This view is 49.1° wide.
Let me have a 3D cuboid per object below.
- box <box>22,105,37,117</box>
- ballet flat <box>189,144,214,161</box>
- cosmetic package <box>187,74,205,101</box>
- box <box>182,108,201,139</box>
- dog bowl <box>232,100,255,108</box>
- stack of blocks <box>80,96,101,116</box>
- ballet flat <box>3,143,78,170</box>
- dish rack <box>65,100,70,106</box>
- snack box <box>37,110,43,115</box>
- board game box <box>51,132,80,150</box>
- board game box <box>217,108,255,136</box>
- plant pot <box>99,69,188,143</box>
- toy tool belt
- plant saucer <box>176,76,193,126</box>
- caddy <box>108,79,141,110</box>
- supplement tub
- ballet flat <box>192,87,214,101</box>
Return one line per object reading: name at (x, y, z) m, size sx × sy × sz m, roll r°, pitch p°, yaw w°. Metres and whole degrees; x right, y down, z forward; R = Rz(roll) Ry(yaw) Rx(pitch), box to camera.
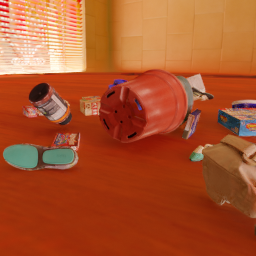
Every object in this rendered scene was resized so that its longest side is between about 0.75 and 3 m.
box at (-4.781, -0.823, 13.595) m, size 0.433 × 0.452 × 0.907 m, roll -11°, pitch 18°, yaw -36°
ballet flat at (2.152, 0.660, 8.024) m, size 1.063 × 0.374 × 0.358 m, roll -10°, pitch 17°, yaw -34°
cosmetic package at (2.917, -1.744, 12.962) m, size 1.184 × 0.726 × 2.868 m, roll -17°, pitch -5°, yaw 15°
box at (2.373, -0.191, 10.269) m, size 0.234 × 0.875 × 1.445 m, roll 20°, pitch 21°, yaw 20°
dog bowl at (5.578, -0.939, 13.108) m, size 1.347 × 0.531 × 1.347 m, roll 3°, pitch -4°, yaw 0°
stack of blocks at (-1.873, -1.203, 14.681) m, size 1.249 × 0.635 × 2.169 m, roll -5°, pitch 15°, yaw -20°
ballet flat at (-2.223, 0.785, 7.313) m, size 1.943 × 0.699 × 0.699 m, roll 2°, pitch 15°, yaw 6°
dish rack at (-3.962, -1.328, 15.866) m, size 1.244 × 0.315 × 1.449 m, roll -2°, pitch 16°, yaw -9°
snack box at (-4.446, -0.772, 14.059) m, size 0.354 × 0.120 × 0.986 m, roll -11°, pitch 18°, yaw -36°
board game box at (-2.046, 0.438, 9.328) m, size 0.829 × 0.157 × 1.611 m, roll -1°, pitch 14°, yaw -8°
board game box at (5.039, -0.289, 11.149) m, size 2.207 × 0.630 × 2.254 m, roll -1°, pitch 15°, yaw -3°
plant pot at (0.404, -0.668, 9.252) m, size 2.388 × 2.388 × 2.322 m, roll 9°, pitch 19°, yaw 32°
toy tool belt at (2.491, 0.904, 5.003) m, size 1.452 × 1.475 × 2.363 m, roll -13°, pitch 18°, yaw -16°
plant saucer at (1.826, -1.066, 11.154) m, size 0.278 × 2.026 × 2.026 m, roll 2°, pitch 12°, yaw -28°
caddy at (-0.049, -1.623, 15.024) m, size 2.443 × 1.282 × 1.727 m, roll 17°, pitch 34°, yaw 12°
supplement tub at (-2.843, -0.822, 10.591) m, size 0.972 × 0.972 × 1.818 m, roll 7°, pitch -27°, yaw 26°
ballet flat at (2.882, -1.281, 11.102) m, size 0.984 × 0.337 × 0.335 m, roll 26°, pitch -21°, yaw 19°
